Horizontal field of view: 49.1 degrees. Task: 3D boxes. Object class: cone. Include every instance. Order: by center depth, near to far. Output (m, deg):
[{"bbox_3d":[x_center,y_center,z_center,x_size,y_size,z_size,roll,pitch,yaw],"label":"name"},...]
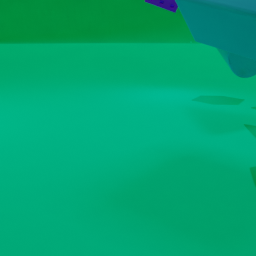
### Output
[{"bbox_3d":[2.308,-2.108,6.439,1.541,1.541,1.547,-10,29,-27],"label":"cone"}]

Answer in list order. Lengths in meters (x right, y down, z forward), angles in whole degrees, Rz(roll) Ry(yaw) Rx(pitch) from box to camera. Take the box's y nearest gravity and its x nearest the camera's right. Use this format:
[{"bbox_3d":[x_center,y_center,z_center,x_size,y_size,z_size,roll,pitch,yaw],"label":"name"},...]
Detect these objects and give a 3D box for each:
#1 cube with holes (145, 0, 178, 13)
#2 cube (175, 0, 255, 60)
[{"bbox_3d":[1.353,-4.861,9.435,1.127,1.127,1.127,19,56,-3],"label":"cube with holes"},{"bbox_3d":[1.517,-1.790,3.762,1.144,1.144,1.144,30,1,31],"label":"cube"}]
